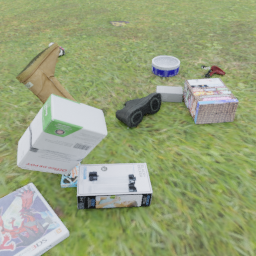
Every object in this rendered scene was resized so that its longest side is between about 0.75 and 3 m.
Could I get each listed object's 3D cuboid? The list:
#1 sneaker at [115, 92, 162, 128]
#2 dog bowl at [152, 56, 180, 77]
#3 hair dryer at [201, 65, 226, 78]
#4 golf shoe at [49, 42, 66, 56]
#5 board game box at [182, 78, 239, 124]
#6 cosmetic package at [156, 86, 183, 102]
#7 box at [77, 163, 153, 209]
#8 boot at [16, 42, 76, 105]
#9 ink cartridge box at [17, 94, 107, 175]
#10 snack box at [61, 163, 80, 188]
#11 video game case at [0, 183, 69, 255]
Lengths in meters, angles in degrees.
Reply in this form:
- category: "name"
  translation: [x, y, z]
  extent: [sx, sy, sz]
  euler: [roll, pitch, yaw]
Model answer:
- category: "sneaker"
  translation: [0.477, -0.940, 11.795]
  extent: [1.116, 0.934, 2.458]
  euler: [22, 39, 38]
- category: "dog bowl"
  translation: [2.021, -3.329, 15.081]
  extent: [1.478, 0.582, 1.478]
  euler: [0, 38, 0]
- category: "hair dryer"
  translation: [4.517, -2.927, 14.882]
  extent: [1.302, 0.354, 0.992]
  euler: [0, 55, 7]
- category: "golf shoe"
  translation: [-4.450, -4.766, 16.988]
  extent: [1.476, 0.570, 0.650]
  euler: [30, 54, 34]
- category: "board game box"
  translation: [3.433, -1.199, 11.981]
  extent: [1.634, 0.992, 2.049]
  euler: [-4, 38, -5]
- category: "cosmetic package"
  translation: [1.890, -1.561, 12.864]
  extent: [1.201, 0.541, 0.641]
  euler: [7, 39, 4]
- category: "box"
  translation: [-0.427, 1.706, 8.392]
  extent: [2.134, 0.642, 1.245]
  euler: [1, 37, -7]
- category: "boot"
  translation: [-2.524, -1.433, 10.425]
  extent: [0.925, 2.796, 2.449]
  euler: [-13, 37, 39]
- category: "ink cartridge box"
  translation: [-1.961, 0.304, 8.092]
  extent: [1.680, 2.300, 0.970]
  euler: [18, 44, -36]
- category: "snack box"
  translation: [-1.859, 1.520, 9.143]
  extent: [0.547, 0.175, 0.941]
  euler: [-3, 38, -4]
- category: "video game case"
  translation: [-3.041, 2.677, 7.579]
  extent: [2.038, 0.257, 2.237]
  euler: [-27, 45, -31]
